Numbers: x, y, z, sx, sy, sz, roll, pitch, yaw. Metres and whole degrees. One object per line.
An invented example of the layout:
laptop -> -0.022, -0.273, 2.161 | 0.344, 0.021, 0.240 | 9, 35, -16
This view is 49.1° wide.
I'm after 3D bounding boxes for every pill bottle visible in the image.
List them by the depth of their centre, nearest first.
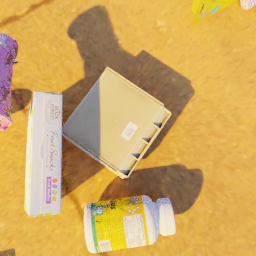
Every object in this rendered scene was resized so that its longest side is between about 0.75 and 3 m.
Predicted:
pill bottle -> 0.044, 2.204, 6.591 | 2.000, 1.128, 1.128 | -8, 79, -1

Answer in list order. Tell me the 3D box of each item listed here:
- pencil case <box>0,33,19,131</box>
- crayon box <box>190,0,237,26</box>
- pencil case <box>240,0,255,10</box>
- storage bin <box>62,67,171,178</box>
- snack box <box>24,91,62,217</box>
pencil case -> -2.811, -0.990, 5.891 | 0.902, 0.863, 2.086 | 10, 62, -29
crayon box -> 2.604, -3.835, 7.658 | 2.183, 1.386, 0.554 | -31, 80, -7
pencil case -> 3.772, -3.854, 8.135 | 1.051, 0.441, 0.449 | -33, 116, -7
storage bin -> -0.303, -0.101, 7.146 | 2.037, 0.962, 2.052 | 35, 80, 6
snack box -> -1.990, 0.643, 6.510 | 0.678, 1.819, 2.558 | 3, 78, -24
